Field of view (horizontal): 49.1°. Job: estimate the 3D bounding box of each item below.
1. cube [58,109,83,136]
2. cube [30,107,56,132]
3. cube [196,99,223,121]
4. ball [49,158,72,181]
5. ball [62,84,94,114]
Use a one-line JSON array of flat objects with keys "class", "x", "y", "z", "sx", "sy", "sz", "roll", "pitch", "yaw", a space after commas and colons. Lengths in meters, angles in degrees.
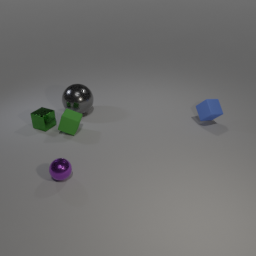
[{"class": "cube", "x": -2.313, "y": -0.247, "z": 11.241, "sx": 0.700, "sy": 0.700, "sz": 0.700, "roll": 20, "pitch": 28, "yaw": -5}, {"class": "cube", "x": -3.513, "y": -0.370, "z": 11.670, "sx": 0.700, "sy": 0.700, "sz": 0.700, "roll": 14, "pitch": 33, "yaw": 23}, {"class": "cube", "x": 3.394, "y": -0.753, "z": 11.687, "sx": 0.700, "sy": 0.700, "sz": 0.700, "roll": -4, "pitch": 71, "yaw": -31}, {"class": "ball", "x": -2.107, "y": 1.287, "z": 8.753, "sx": 0.700, "sy": 0.700, "sz": 0.700, "roll": 0, "pitch": 30, "yaw": 0}, {"class": "ball", "x": -2.248, "y": -1.282, "z": 12.561, "sx": 1.400, "sy": 1.400, "sz": 1.400, "roll": 0, "pitch": 30, "yaw": 0}]
